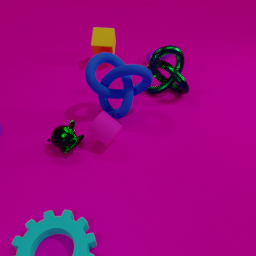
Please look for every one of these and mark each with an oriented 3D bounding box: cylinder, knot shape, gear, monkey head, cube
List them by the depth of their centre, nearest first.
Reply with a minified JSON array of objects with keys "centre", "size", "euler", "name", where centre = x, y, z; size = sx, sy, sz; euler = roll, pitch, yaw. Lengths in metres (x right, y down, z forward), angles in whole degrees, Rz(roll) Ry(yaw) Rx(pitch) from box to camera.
[{"centre":[-1.469,2.461,5.551],"size":[1.650,0.305,1.650],"euler":[-1,47,1],"name":"gear"},{"centre":[-0.631,0.011,7.781],"size":[0.706,0.706,0.706],"euler":[39,50,1],"name":"cylinder"},{"centre":[-1.680,0.226,7.789],"size":[0.751,1.246,0.897],"euler":[56,34,-3],"name":"monkey head"},{"centre":[-0.422,-1.404,8.404],"size":[1.880,2.009,0.928],"euler":[42,21,-15],"name":"knot shape"},{"centre":[1.191,-1.825,9.663],"size":[1.727,1.846,0.853],"euler":[-11,25,39],"name":"knot shape"},{"centre":[-0.950,-3.334,10.977],"size":[0.821,0.821,0.821],"euler":[4,74,2],"name":"cube"}]

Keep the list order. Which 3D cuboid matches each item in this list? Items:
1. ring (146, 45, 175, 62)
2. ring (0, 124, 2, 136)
[{"centre":[1.342,-2.987,11.243],"size":[1.304,0.261,1.304],"euler":[-19,26,10],"name":"ring"},{"centre":[-4.048,0.024,7.728],"size":[1.074,0.215,1.074],"euler":[18,36,-14],"name":"ring"}]
